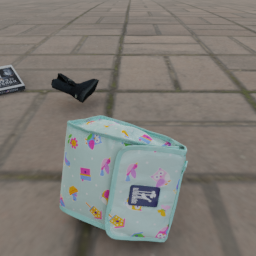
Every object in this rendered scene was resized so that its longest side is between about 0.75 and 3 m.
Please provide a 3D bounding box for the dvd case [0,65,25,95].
[{"bbox_3d":[-5.184,-1.940,11.342,1.471,0.242,1.957,-19,44,-28],"label":"dvd case"}]

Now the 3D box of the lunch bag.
[{"bbox_3d":[-0.085,0.903,5.157,2.192,1.867,1.337,17,16,28],"label":"lunch bag"}]

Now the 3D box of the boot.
[{"bbox_3d":[-1.839,-1.579,9.856,1.281,0.582,1.525,29,36,1],"label":"boot"}]
